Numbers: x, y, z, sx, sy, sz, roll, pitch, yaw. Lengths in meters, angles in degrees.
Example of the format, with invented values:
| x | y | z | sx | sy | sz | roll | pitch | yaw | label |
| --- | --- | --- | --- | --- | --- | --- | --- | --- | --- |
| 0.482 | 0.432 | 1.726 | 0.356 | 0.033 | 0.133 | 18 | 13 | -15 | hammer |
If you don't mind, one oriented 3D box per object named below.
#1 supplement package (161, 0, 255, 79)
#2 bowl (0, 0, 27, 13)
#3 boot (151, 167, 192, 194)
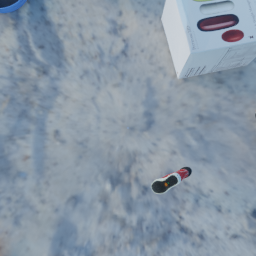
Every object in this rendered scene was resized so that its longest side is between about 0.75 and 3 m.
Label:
| x | y | z | sx | sy | sz | roll | pitch | yaw | label |
| --- | --- | --- | --- | --- | --- | --- | --- | --- | --- |
| 2.147 | -2.587 | 7.179 | 2.034 | 1.496 | 1.945 | -12 | 78 | -4 | supplement package |
| -3.620 | -4.059 | 8.118 | 1.586 | 0.311 | 1.586 | 0 | 77 | 0 | bowl |
| 1.041 | 1.220 | 6.611 | 0.704 | 0.976 | 0.354 | -19 | 77 | -45 | boot |
